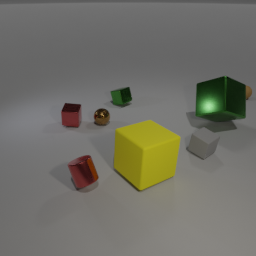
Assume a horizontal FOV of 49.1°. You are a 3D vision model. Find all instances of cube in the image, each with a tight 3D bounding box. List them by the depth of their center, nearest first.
[{"bbox_3d":[0.534,0.753,8.464,1.400,1.400,1.400,-15,32,-33],"label":"cube"},{"bbox_3d":[2.611,0.515,9.654,0.700,0.700,0.700,-24,45,-36],"label":"cube"},{"bbox_3d":[3.688,-1.095,11.157,1.400,1.400,1.400,11,-12,-36],"label":"cube"},{"bbox_3d":[-2.334,-0.547,11.625,0.700,0.700,0.700,5,35,0],"label":"cube"},{"bbox_3d":[-0.316,-1.559,13.640,0.700,0.700,0.700,-26,19,-40],"label":"cube"}]

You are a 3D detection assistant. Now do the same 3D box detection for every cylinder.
[{"bbox_3d":[-1.271,1.225,7.969,0.700,0.700,0.700,-19,11,4],"label":"cylinder"}]

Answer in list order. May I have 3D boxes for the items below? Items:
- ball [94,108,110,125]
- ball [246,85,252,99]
[{"bbox_3d":[-1.096,-0.482,11.764,0.700,0.700,0.700,0,28,0],"label":"ball"},{"bbox_3d":[5.970,-1.828,14.320,0.700,0.700,0.700,0,28,0],"label":"ball"}]
